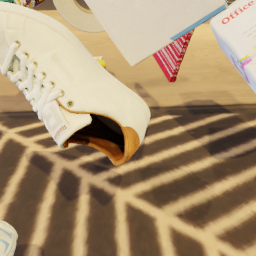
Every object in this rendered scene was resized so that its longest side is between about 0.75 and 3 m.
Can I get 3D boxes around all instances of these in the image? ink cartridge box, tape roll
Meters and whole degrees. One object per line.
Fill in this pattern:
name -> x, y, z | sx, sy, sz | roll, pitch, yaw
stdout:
ink cartridge box -> 0.324, -1.800, 3.414 | 1.206, 1.200, 1.643 | -26, 24, 27
tape roll -> -0.951, -3.732, 7.537 | 2.231, 2.231, 0.408 | -5, 34, -9
ink cartridge box -> 2.858, -1.500, 5.081 | 1.708, 1.000, 2.363 | -34, 59, 18

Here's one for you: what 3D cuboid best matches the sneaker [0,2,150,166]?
sneaker -> -0.790, -0.446, 3.072 | 2.386, 0.869, 1.010 | 33, 41, -12

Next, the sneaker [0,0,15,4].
sneaker -> -2.625, -2.289, 5.393 | 1.112, 2.791, 1.082 | -6, 48, 27

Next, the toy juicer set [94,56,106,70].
toy juicer set -> -1.079, -1.513, 6.514 | 1.189, 0.509, 1.869 | -7, 31, 11

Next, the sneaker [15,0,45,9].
sneaker -> -2.386, -2.868, 6.202 | 1.867, 0.700, 0.841 | -28, 34, 19

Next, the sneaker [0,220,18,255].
sneaker -> -1.694, 1.017, 2.270 | 1.505, 0.541, 0.546 | -1, 31, 4

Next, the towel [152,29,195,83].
towel -> 1.086, -2.423, 6.823 | 0.253, 2.253, 1.629 | -9, 53, -21
